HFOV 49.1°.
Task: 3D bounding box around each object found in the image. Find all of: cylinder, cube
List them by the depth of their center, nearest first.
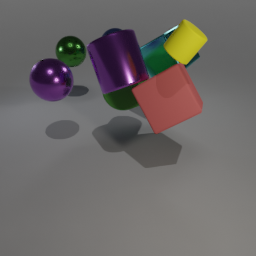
[{"bbox_3d":[1.275,-1.914,6.256,0.700,0.700,0.700,27,34,-20],"label":"cylinder"},{"bbox_3d":[-0.272,-1.816,7.806,1.400,1.400,1.400,-19,8,3],"label":"cylinder"},{"bbox_3d":[1.164,-0.876,7.914,1.400,1.400,1.400,-27,6,21],"label":"cube"},{"bbox_3d":[-0.044,-1.346,9.647,1.400,1.400,1.400,6,9,11],"label":"cylinder"},{"bbox_3d":[1.471,-2.701,10.167,1.400,1.400,1.400,-15,20,49],"label":"cube"}]

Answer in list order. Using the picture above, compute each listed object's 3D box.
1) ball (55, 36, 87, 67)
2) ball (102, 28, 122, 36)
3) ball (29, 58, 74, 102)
[{"bbox_3d":[-2.603,-3.490,12.810,1.400,1.400,1.400,0,31,0],"label":"ball"},{"bbox_3d":[-0.577,-3.831,12.794,1.400,1.400,1.400,0,31,0],"label":"ball"},{"bbox_3d":[-2.486,-1.562,9.147,1.400,1.400,1.400,0,31,0],"label":"ball"}]
